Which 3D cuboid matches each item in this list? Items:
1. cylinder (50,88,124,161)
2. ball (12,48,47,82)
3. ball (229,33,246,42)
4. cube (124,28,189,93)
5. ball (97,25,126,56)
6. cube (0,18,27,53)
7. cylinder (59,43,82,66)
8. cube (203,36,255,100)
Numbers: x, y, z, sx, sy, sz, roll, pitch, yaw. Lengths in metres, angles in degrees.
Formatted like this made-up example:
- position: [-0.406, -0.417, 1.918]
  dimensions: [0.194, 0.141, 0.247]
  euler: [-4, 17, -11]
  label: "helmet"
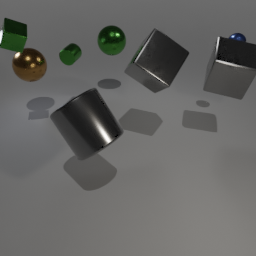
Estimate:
- position: [-1.049, -0.097, 7.254]
  dimensions: [1.400, 1.400, 1.400]
  euler: [-32, 6, 4]
  label: "cylinder"
- position: [-4.122, -2.641, 11.759]
  dimensions: [1.400, 1.400, 1.400]
  euler: [0, 32, 0]
  label: "ball"
- position: [4.142, -3.264, 10.685]
  dimensions: [0.700, 0.700, 0.700]
  euler: [0, 32, 0]
  label: "ball"
- position: [0.925, -2.205, 9.470]
  dimensions: [1.400, 1.400, 1.400]
  euler: [33, -8, -11]
  label: "cube"
- position: [-0.783, -4.222, 13.546]
  dimensions: [1.400, 1.400, 1.400]
  euler: [0, 32, 0]
  label: "ball"
- position: [-3.724, -2.998, 9.114]
  dimensions: [0.700, 0.700, 0.700]
  euler: [9, 52, -32]
  label: "cube"
- position: [-2.383, -3.061, 11.633]
  dimensions: [0.700, 0.700, 0.700]
  euler: [10, 41, 16]
  label: "cylinder"
- position: [3.558, -2.079, 9.754]
  dimensions: [1.400, 1.400, 1.400]
  euler: [15, 54, 7]
  label: "cube"
